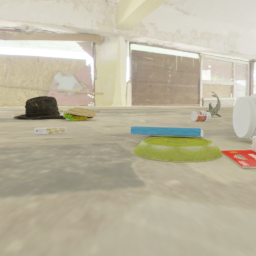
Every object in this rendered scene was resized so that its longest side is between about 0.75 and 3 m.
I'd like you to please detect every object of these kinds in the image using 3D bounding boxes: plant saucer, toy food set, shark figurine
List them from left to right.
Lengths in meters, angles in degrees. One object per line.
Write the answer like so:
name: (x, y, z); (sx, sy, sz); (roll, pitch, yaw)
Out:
toy food set: (-2.195, -0.595, 13.013); (1.536, 0.447, 2.225); (10, 10, 9)
plant saucer: (0.841, 0.319, 4.811); (1.499, 0.233, 1.499); (-1, 6, 0)
shark figurine: (4.633, -1.003, 15.120); (1.149, 1.923, 0.803); (30, 55, 12)

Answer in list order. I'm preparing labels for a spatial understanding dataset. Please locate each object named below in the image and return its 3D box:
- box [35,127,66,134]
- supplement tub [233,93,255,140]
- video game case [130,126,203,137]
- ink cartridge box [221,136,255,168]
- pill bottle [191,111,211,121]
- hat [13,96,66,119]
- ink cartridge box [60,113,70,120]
box: (-2.102, 0.077, 7.625); (0.835, 0.173, 0.162); (-1, 6, -16)
supplement tub: (3.195, -0.237, 6.130); (1.476, 1.068, 1.068); (0, 6, -1)
video game case: (0.955, 0.093, 6.221); (1.357, 0.169, 1.895); (2, -1, 16)
ink cartridge box: (2.133, 0.344, 4.249); (1.148, 0.291, 1.304); (1, 5, 5)
pill bottle: (3.227, -0.521, 12.339); (0.803, 0.450, 0.450); (-1, 6, -20)
hat: (-4.413, -1.078, 14.496); (2.887, 1.165, 2.887); (-1, 5, 0)
ink cartridge box: (-2.736, -0.585, 13.800); (1.168, 0.237, 1.166); (1, 9, -7)
